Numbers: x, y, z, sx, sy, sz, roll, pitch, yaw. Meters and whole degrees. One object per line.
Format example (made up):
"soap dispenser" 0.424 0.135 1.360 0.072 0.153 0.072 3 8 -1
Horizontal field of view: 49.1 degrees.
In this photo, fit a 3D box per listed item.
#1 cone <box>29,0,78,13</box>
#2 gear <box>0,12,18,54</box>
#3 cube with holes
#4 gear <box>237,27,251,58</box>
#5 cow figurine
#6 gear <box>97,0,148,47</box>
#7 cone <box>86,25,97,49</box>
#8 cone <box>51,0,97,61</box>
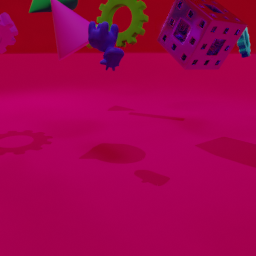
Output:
"cone" -2.027 -3.115 6.846 1.142 1.142 1.147 13 54 37
"gear" -4.049 -2.511 7.726 1.895 0.350 1.895 -28 -5 -3
"cube with holes" 1.802 -2.373 7.012 1.290 1.290 1.290 -8 50 -34
"gear" 3.843 -2.926 9.330 0.210 1.137 1.137 -8 10 34
"cow figurine" -0.472 -1.649 5.665 0.930 0.915 0.511 21 19 41
"gear" -0.226 -4.030 10.403 1.936 1.936 0.358 8 12 25
"cone" -1.245 -3.973 11.527 1.095 1.091 1.091 -13 11 22
"cone" -1.476 -2.536 6.728 1.309 1.314 1.309 -29 17 10
